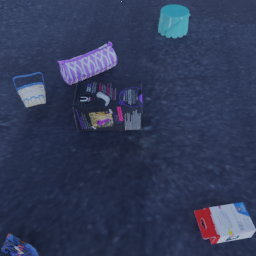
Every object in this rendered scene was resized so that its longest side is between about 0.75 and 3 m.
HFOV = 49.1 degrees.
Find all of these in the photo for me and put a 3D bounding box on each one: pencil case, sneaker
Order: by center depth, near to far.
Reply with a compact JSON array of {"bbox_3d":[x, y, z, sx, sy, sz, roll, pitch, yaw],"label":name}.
[{"bbox_3d":[-2.783,3.286,7.391,1.292,0.487,0.507,15,56,25],"label":"sneaker"},{"bbox_3d":[-1.734,-2.896,12.519,2.698,1.153,1.132,-31,56,-24],"label":"pencil case"}]

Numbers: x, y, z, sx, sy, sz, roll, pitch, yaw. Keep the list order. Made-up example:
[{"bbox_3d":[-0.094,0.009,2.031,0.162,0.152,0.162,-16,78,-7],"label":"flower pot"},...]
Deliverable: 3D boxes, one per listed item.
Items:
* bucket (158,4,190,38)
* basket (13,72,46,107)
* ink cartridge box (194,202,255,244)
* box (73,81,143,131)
[{"bbox_3d":[2.495,-5.809,15.185,1.763,1.147,1.763,0,49,0],"label":"bucket"},{"bbox_3d":[-3.947,-1.577,11.364,1.172,0.925,1.330,-14,80,-13],"label":"basket"},{"bbox_3d":[2.645,2.682,7.854,1.483,0.499,0.861,-7,48,-6],"label":"ink cartridge box"},{"bbox_3d":[-0.694,-0.828,10.513,2.450,1.300,1.498,0,48,0],"label":"box"}]
